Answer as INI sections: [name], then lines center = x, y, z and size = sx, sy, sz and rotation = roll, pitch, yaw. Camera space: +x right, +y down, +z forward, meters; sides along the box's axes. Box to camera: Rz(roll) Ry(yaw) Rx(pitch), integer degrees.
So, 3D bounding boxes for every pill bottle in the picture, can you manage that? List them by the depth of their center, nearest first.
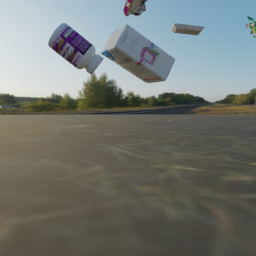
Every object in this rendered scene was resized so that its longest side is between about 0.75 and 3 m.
[pill bottle]
center = -1.916, -2.910, 10.538
size = 1.950, 1.095, 1.095
rotation = 37, -4, -10

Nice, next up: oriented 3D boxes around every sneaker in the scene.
[sneaker]
center = 0.320, -4.489, 10.680
size = 0.461, 0.487, 1.185
rotation = 6, 39, 47

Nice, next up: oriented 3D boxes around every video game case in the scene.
[video game case]
center = 0.404, -3.483, 7.219
size = 1.071, 0.212, 1.182
rotation = -39, 7, -5

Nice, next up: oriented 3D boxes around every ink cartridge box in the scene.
[ink cartridge box]
center = 0.387, -2.821, 11.113
size = 2.422, 1.025, 1.751
rotation = 30, -6, -24

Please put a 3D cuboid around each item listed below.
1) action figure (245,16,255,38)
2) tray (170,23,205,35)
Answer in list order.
[action figure]
center = 4.685, -3.665, 10.337
size = 0.442, 0.955, 1.617
rotation = -37, 8, 24
[tray]
center = 2.154, -3.563, 10.213
size = 1.121, 0.124, 0.602
rotation = 4, -7, -6
